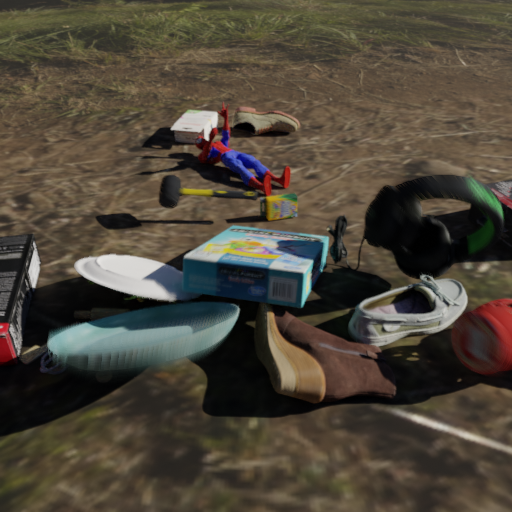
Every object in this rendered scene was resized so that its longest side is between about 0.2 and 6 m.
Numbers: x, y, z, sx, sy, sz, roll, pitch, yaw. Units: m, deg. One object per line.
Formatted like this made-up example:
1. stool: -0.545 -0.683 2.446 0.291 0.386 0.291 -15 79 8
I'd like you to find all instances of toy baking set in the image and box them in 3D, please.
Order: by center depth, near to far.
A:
1. toy baking set: -2.775 1.412 9.396 2.105 0.245 1.616 4 34 7

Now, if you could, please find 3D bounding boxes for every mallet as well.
1. mallet: -1.099 -1.312 12.516 2.202 0.453 0.725 9 57 5

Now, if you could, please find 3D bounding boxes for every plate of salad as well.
1. plate of salad: -2.092 0.483 10.078 2.330 0.560 2.330 14 9 -2

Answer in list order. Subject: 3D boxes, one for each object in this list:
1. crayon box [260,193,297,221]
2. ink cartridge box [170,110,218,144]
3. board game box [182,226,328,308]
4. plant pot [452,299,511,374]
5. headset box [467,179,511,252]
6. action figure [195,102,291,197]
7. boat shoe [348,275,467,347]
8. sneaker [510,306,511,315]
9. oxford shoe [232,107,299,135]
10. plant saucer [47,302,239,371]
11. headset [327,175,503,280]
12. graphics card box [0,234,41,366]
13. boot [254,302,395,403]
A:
1. crayon box: 0.520 -1.115 12.864 0.836 0.526 0.216 -9 35 -11
2. ink cartridge box: -1.868 -3.856 17.008 0.989 0.568 1.689 8 34 12
3. board game box: 0.107 0.090 10.255 2.042 0.635 2.705 7 16 13
4. plant pot: 3.609 1.243 8.554 0.981 1.077 1.077 -7 32 -31
5. headset box: 6.069 -0.926 12.285 2.460 0.923 1.828 -12 35 -17
6. action figure: -0.573 -2.923 14.769 1.090 1.653 3.340 -26 39 -34
7. boat shoe: 2.690 0.861 9.664 2.369 0.760 0.873 -14 45 -18
8. sneaker: 5.681 1.412 8.919 3.171 1.243 1.426 21 19 25
9. oxford shoe: 0.276 -4.012 17.330 2.096 0.742 0.774 9 61 11
10. plant saucer: -1.627 1.185 8.415 2.826 0.387 2.826 -9 5 1
11. headset: 2.754 -0.595 10.340 3.374 2.084 1.585 -23 45 40
12. graphics card box: -5.034 0.758 9.890 1.934 0.784 3.083 -7 35 -9
13. boot: 1.020 1.499 9.048 1.891 0.822 2.273 5 30 -15
